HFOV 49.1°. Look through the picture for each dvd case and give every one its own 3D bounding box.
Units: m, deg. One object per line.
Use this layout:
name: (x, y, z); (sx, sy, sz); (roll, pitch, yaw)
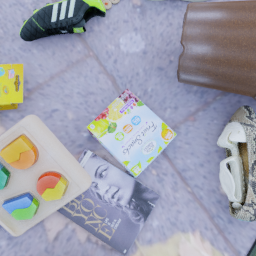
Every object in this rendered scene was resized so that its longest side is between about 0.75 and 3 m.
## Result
dvd case: (-0.590, 1.856, 7.196); (2.333, 0.186, 1.735); (31, 79, 7)

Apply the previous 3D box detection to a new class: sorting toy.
sorting toy: (-2.427, 1.220, 6.532); (2.419, 0.441, 2.239); (-36, 107, 4)

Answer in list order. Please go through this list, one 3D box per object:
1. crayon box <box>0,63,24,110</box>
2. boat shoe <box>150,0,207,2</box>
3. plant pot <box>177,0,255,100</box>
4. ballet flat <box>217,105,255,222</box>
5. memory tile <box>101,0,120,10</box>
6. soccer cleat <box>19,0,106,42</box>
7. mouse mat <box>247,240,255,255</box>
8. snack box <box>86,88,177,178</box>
crayon box: (-3.746, -1.089, 7.704); (1.890, 0.480, 1.200); (-4, 77, 0)
boat shoe: (1.700, -4.388, 8.252); (2.860, 0.861, 1.020); (-5, 78, -1)
plant pot: (2.656, -1.993, 6.930); (2.611, 2.637, 2.637); (10, 77, 13)
ballet flat: (2.735, 0.780, 6.912); (1.107, 0.997, 2.939); (6, 75, -22)
memory tile: (-0.481, -4.254, 8.616); (1.262, 0.106, 0.968); (-38, 80, -8)
soccer cleat: (-1.831, -3.066, 7.992); (2.566, 0.866, 1.040); (-33, 84, -9)
mouse mat: (3.849, 3.648, 6.849); (2.050, 0.096, 2.548); (34, 78, 7)
snack box: (0.091, 0.128, 7.367); (1.812, 0.613, 1.528); (43, 80, 7)
